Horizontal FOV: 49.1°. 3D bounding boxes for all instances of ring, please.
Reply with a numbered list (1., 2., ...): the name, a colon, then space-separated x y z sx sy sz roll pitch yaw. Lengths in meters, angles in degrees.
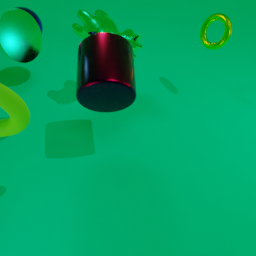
1. ring: 2.601 -2.870 8.352 0.211 1.056 1.056 -5 44 -41

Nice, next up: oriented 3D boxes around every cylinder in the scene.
1. cylinder: -0.506 -1.239 6.454 1.334 1.334 1.334 -2 65 -2

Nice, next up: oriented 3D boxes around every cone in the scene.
1. cone: -2.762 -2.020 6.316 1.131 1.126 1.126 7 47 32

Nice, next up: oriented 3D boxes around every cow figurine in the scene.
1. cow figurine: -0.510 -2.604 7.937 1.697 0.947 1.725 42 33 11

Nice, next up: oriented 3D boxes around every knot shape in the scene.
1. knot shape: -2.844 -0.297 4.602 1.904 2.035 0.940 -44 18 5

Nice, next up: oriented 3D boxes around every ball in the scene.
1. ball: -3.300 -3.177 8.819 1.182 1.182 1.182 0 50 0
